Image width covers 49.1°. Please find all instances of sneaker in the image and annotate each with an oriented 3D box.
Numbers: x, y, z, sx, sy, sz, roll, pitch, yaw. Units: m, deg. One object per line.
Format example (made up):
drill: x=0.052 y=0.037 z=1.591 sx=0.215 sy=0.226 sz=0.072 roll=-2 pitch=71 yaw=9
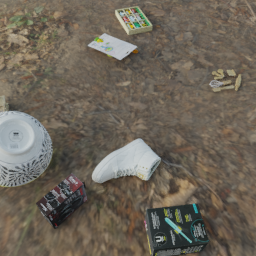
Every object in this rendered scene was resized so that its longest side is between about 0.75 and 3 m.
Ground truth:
sneaker: x=0.046 y=1.437 z=9.942 sx=2.448 sy=0.902 sz=1.414 roll=-33 pitch=55 yaw=-25

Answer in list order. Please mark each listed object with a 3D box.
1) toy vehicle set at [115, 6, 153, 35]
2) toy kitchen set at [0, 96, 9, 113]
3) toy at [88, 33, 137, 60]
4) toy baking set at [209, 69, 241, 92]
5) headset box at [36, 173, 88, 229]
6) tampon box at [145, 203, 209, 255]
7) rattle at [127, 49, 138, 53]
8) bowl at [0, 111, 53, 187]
toy vehicle set: x=0.320 y=-6.406 z=16.617 sx=1.475 sy=0.315 sz=2.373 roll=-16 pitch=53 yaw=-12
toy kitchen set: x=-5.839 y=-0.861 z=11.646 sx=1.360 sy=1.110 sz=1.227 roll=-13 pitch=52 yaw=-10
toy: x=-0.815 y=-4.126 z=14.645 sx=2.312 sy=0.546 sz=1.331 roll=32 pitch=61 yaw=25
toy baking set: x=4.643 y=-2.201 z=13.335 sx=1.402 sy=0.212 sz=1.826 roll=13 pitch=52 yaw=14
headset box: x=-2.024 y=2.314 z=9.051 sx=0.616 sy=1.186 sz=1.594 roll=37 pitch=59 yaw=26
tampon box: x=1.404 y=3.120 z=8.498 sx=1.622 sy=1.024 sz=1.216 roll=-5 pitch=51 yaw=-4
rattle: x=0.126 y=-4.253 z=14.931 sx=0.547 sy=0.498 sz=0.765 roll=-13 pitch=25 yaw=-24
bowl: x=-3.941 y=0.480 z=9.649 sx=2.870 sy=1.347 sz=2.870 roll=11 pitch=64 yaw=-22
